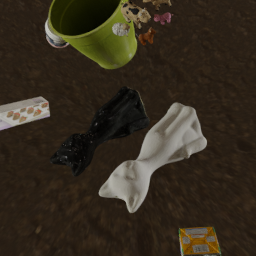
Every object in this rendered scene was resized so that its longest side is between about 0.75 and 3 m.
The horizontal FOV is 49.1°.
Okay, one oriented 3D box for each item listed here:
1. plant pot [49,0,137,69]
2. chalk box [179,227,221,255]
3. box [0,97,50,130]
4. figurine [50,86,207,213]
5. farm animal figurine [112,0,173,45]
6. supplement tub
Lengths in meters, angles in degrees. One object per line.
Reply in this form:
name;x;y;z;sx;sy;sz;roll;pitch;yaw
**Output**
plant pot;-0.661;-2.545;7.236;1.978;1.905;1.978;-8;65;19
chalk box;1.067;1.974;4.141;0.530;0.849;0.527;-6;23;7
box;-1.917;-0.167;4.288;1.426;0.276;0.295;-21;36;-36
figurine;-0.028;0.340;5.234;2.248;0.968;2.194;23;51;38
farm animal figurine;0.272;-2.080;5.069;0.973;0.513;0.984;21;84;21
supplement tub;-1.954;-2.748;7.928;0.727;1.036;0.727;0;90;-14
